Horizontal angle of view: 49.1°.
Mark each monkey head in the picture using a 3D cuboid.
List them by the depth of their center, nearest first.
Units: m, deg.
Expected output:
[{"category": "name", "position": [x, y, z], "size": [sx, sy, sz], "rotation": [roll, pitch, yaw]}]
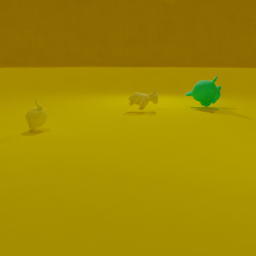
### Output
[{"category": "monkey head", "position": [3.500, -1.679, 12.356], "size": [1.339, 1.122, 1.862], "rotation": [-49, 11, -34]}]

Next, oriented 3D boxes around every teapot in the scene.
[{"category": "teapot", "position": [-2.721, -0.368, 8.239], "size": [0.519, 1.060, 0.659], "rotation": [33, 28, 12]}]

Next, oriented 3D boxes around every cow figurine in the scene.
[{"category": "cow figurine", "position": [0.685, -1.243, 11.539], "size": [1.108, 0.608, 1.091], "rotation": [25, 57, 21]}]
